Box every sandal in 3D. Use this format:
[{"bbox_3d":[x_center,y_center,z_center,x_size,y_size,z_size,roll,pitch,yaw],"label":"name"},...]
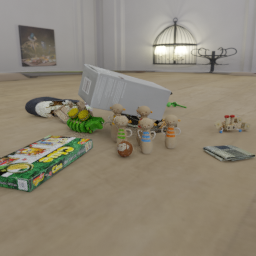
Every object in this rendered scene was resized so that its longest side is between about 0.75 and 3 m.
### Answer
[{"bbox_3d":[1.162,-0.112,10.470,1.611,0.440,0.658,-7,16,-24],"label":"sandal"}]

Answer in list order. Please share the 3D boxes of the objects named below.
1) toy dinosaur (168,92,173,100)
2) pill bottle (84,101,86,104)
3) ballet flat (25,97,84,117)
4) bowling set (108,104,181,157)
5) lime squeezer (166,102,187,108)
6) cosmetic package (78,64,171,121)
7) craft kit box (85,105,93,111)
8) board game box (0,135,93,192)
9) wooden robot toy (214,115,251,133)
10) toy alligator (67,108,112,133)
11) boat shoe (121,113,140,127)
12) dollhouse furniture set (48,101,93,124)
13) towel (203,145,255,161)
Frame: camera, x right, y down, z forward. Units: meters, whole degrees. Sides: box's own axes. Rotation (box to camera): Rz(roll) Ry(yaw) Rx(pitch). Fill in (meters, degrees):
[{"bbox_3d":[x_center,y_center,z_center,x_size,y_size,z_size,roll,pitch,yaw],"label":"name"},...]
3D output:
[{"bbox_3d":[1.595,-1.341,13.647,0.914,1.214,2.374,28,7,-12],"label":"toy dinosaur"},{"bbox_3d":[-1.892,-1.710,16.093,1.236,0.644,0.644,-2,15,-7],"label":"pill bottle"},{"bbox_3d":[-3.312,-0.926,12.693,2.686,0.981,0.981,-1,15,-11],"label":"ballet flat"},{"bbox_3d":[0.287,0.058,8.216,2.361,1.267,1.643,4,15,18],"label":"bowling set"},{"bbox_3d":[2.350,-1.193,15.087,1.505,0.284,0.531,1,46,-2],"label":"lime squeezer"},{"bbox_3d":[-0.125,-1.244,10.050,2.935,1.324,1.568,6,19,-31],"label":"cosmetic package"},{"bbox_3d":[-2.292,-1.015,14.380,0.869,0.211,0.858,-4,13,-13],"label":"craft kit box"},{"bbox_3d":[-2.268,0.780,7.368,1.563,0.350,2.982,7,16,17],"label":"board game box"},{"bbox_3d":[3.769,-0.173,10.517,1.474,0.649,0.669,-3,4,-12],"label":"wooden robot toy"},{"bbox_3d":[-1.452,-0.127,10.146,2.708,0.803,0.735,13,61,38],"label":"toy alligator"},{"bbox_3d":[0.178,-0.514,11.574,0.752,0.635,2.111,-5,16,-28],"label":"boat shoe"},{"bbox_3d":[-2.388,-0.373,11.892,1.490,0.728,1.271,-37,58,-21],"label":"dollhouse furniture set"},{"bbox_3d":[2.861,0.717,7.981,1.037,0.186,1.077,-2,13,-19],"label":"towel"}]
